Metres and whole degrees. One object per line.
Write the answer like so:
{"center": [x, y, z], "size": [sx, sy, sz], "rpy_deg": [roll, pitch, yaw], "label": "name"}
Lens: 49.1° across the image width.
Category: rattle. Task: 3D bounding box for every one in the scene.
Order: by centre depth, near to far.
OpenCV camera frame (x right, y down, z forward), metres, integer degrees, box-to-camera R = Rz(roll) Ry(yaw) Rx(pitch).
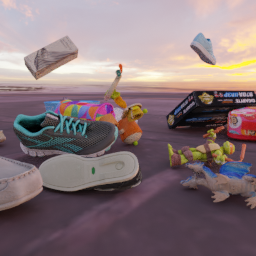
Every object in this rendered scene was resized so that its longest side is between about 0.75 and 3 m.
{"center": [-0.172, -1.117, 7.722], "size": [0.758, 1.062, 0.691], "rpy_deg": [38, 23, 7], "label": "rattle"}

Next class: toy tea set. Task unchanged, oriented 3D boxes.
{"center": [-0.372, 0.165, 6.012], "size": [1.787, 0.661, 1.063], "rpy_deg": [-21, -20, -14], "label": "toy tea set"}

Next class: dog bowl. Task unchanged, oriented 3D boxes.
{"center": [-2.469, -0.890, 12.549], "size": [2.466, 0.611, 1.374], "rpy_deg": [-4, 10, -21], "label": "dog bowl"}

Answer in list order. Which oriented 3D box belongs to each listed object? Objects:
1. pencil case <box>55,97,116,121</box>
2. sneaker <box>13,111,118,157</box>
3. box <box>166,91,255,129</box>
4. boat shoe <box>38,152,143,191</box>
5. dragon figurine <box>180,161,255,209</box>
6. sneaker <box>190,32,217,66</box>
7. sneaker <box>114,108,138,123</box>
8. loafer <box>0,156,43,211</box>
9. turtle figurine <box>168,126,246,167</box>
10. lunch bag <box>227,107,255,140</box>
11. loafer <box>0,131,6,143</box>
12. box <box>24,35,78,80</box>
{"center": [-1.296, -0.372, 8.300], "size": [0.972, 0.972, 2.200], "rpy_deg": [-8, 14, -43], "label": "pencil case"}
{"center": [-1.174, 0.079, 5.024], "size": [1.954, 0.758, 0.891], "rpy_deg": [-5, -35, 8], "label": "sneaker"}
{"center": [2.417, -0.520, 8.239], "size": [2.099, 0.483, 1.668], "rpy_deg": [-3, -20, -21], "label": "box"}
{"center": [-0.520, 0.636, 3.735], "size": [1.429, 0.513, 0.483], "rpy_deg": [-5, -29, 13], "label": "boat shoe"}
{"center": [1.331, 0.648, 3.419], "size": [1.367, 0.402, 0.680], "rpy_deg": [1, 9, 11], "label": "dragon figurine"}
{"center": [2.429, -2.391, 8.523], "size": [0.511, 0.566, 1.382], "rpy_deg": [34, 5, 41], "label": "sneaker"}
{"center": [-0.458, -0.366, 9.190], "size": [1.721, 0.609, 0.629], "rpy_deg": [-6, 11, -33], "label": "sneaker"}
{"center": [-2.158, 0.424, 3.294], "size": [2.515, 0.878, 0.879], "rpy_deg": [3, 9, 17], "label": "loafer"}
{"center": [1.298, 0.388, 4.817], "size": [1.177, 0.470, 1.459], "rpy_deg": [-8, 21, 8], "label": "turtle figurine"}
{"center": [3.432, -0.088, 6.921], "size": [1.854, 0.759, 1.633], "rpy_deg": [3, 10, 21], "label": "lunch bag"}
{"center": [-3.595, 0.085, 6.350], "size": [1.754, 0.599, 0.664], "rpy_deg": [3, 9, 16], "label": "loafer"}
{"center": [-2.150, -1.994, 7.919], "size": [1.441, 0.592, 0.493], "rpy_deg": [-38, -6, -22], "label": "box"}
